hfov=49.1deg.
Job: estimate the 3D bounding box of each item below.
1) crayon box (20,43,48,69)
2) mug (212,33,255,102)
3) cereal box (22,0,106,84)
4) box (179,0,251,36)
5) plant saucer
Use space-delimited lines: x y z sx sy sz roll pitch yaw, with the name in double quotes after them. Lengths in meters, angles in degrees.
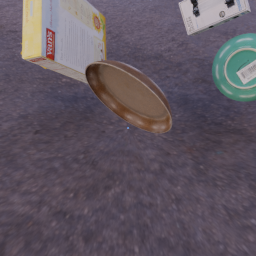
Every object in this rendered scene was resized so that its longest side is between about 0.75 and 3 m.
-2.283 -1.955 7.567 0.801 0.328 1.273 31 19 3 "crayon box"
2.977 -1.650 6.929 1.644 2.001 1.238 13 17 23 "mug"
-1.325 -2.196 6.553 0.531 1.934 2.688 -3 -5 24 "cereal box"
2.010 -2.832 6.587 1.435 0.837 0.432 -13 9 34 "box"
0.049 -0.651 5.651 2.066 2.066 0.331 26 71 26 "plant saucer"
